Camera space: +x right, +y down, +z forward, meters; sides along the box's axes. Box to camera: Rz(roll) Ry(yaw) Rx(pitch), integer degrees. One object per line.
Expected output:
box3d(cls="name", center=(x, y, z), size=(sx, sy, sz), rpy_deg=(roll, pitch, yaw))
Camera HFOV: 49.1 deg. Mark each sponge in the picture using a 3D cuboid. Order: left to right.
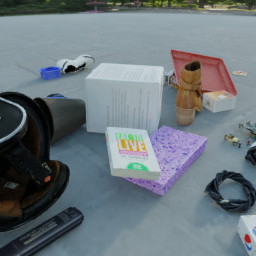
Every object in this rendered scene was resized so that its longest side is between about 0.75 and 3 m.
box3d(cls="sponge", center=(1.063, 0.797, 8.341), size=(1.599, 0.427, 2.866), rpy_deg=(19, 34, 31))

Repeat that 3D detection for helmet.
box3d(cls="helmet", center=(-2.914, 0.602, 6.278), size=(2.884, 2.884, 2.749), rpy_deg=(-20, 34, -32))

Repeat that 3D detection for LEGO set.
box3d(cls="LEGO set", center=(4.246, 0.075, 9.568), size=(1.278, 0.558, 1.968), rpy_deg=(24, 36, 37))

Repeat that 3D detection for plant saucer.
box3d(cls="plant saucer", center=(3.460, -2.548, 13.399), size=(2.892, 0.532, 2.897), rpy_deg=(7, 46, -10))

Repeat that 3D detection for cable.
box3d(cls="cable", center=(2.672, 1.534, 7.044), size=(1.137, 0.354, 1.393), rpy_deg=(25, 36, 38))

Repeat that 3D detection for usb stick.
box3d(cls="usb stick", center=(-1.843, 2.256, 5.715), size=(2.047, 0.334, 0.568), rpy_deg=(-25, 30, -38))

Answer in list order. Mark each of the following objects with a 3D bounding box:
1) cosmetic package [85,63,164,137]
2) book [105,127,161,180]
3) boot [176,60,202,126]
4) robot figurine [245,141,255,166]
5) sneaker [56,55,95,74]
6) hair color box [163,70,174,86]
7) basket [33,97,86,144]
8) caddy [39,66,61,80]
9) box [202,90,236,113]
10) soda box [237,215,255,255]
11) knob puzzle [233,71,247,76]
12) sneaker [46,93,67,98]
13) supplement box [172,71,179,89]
box3d(cls="cosmetic package", center=(-0.052, -1.061, 10.111), size=(2.457, 2.043, 2.056), rpy_deg=(6, 28, 10))
box3d(cls="book", center=(0.059, 0.643, 7.474), size=(1.208, 0.435, 1.808), rpy_deg=(8, 31, -16))
box3d(cls="boot", center=(2.430, -1.607, 11.001), size=(1.073, 2.172, 2.797), rpy_deg=(12, 30, 21))
box3d(cls="robot figurine", center=(3.881, 0.711, 8.249), size=(0.738, 0.613, 0.983), rpy_deg=(17, 33, 37))
box3d(cls="sneaker", center=(-2.959, -3.657, 16.508), size=(2.329, 0.859, 0.932), rpy_deg=(-22, 47, -26))
box3d(cls="hair color box", center=(2.247, -2.646, 14.695), size=(0.336, 0.548, 1.107), rpy_deg=(17, 32, 29))
box3d(cls="basket", center=(-2.286, -0.385, 9.684), size=(1.205, 1.597, 1.771), rpy_deg=(5, 15, 35))
box3d(cls="caddy", center=(-4.314, -3.115, 15.497), size=(1.208, 0.634, 0.854), rpy_deg=(-16, 31, -27))
box3d(cls="box", center=(3.835, -1.139, 11.828), size=(1.090, 0.580, 0.830), rpy_deg=(-11, 30, -20))
box3d(cls="soda box", center=(2.636, 2.360, 5.367), size=(0.497, 0.465, 1.460), rpy_deg=(-1, 27, -3))
box3d(cls="knob puzzle", center=(6.494, -3.219, 16.232), size=(0.897, 0.124, 0.897), rpy_deg=(0, 28, 0))
box3d(cls="sneaker", center=(-2.886, -1.228, 12.058), size=(1.490, 0.523, 0.581), rpy_deg=(10, 37, 20))
box3d(cls="supplement box", center=(2.716, -2.458, 14.063), size=(0.825, 0.814, 0.548), rpy_deg=(-9, 29, -16))
